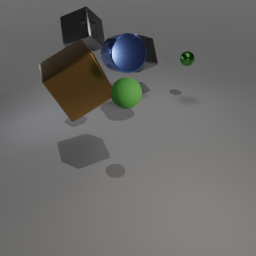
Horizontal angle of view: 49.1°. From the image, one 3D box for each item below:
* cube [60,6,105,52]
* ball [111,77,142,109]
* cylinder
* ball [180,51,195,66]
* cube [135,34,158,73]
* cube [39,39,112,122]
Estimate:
[{"bbox_3d":[-2.007,-4.275,12.550,1.400,1.400,1.400,-12,-9,22],"label":"cube"},{"bbox_3d":[-0.040,-0.780,6.274,0.700,0.700,0.700,0,31,0],"label":"ball"},{"bbox_3d":[-0.196,-2.851,10.714,1.400,1.400,1.400,-11,18,-18],"label":"cylinder"},{"bbox_3d":[2.870,-3.355,13.565,0.700,0.700,0.700,0,31,0],"label":"ball"},{"bbox_3d":[0.446,-3.684,14.033,1.400,1.400,1.400,-14,-4,40],"label":"cube"},{"bbox_3d":[-1.380,-1.309,7.565,1.400,1.400,1.400,-32,35,-1],"label":"cube"}]
